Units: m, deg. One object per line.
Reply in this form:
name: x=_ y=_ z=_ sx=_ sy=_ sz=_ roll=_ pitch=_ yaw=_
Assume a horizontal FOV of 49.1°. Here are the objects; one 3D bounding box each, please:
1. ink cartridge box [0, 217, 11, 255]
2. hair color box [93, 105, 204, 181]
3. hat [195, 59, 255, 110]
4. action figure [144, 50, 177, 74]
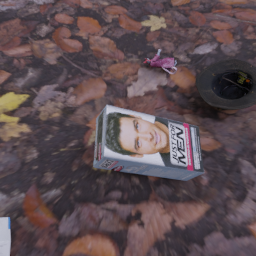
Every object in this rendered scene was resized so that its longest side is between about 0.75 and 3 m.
ink cartridge box: x=-2.403 y=2.280 z=5.111 sx=0.437 sy=1.017 sz=0.745 roll=2 pitch=18 yaw=-24
hair color box: x=0.487 y=0.395 z=6.330 sx=2.406 sy=0.729 sz=1.191 roll=11 pitch=61 yaw=-21
hat: x=2.876 y=-1.034 z=7.964 sx=2.069 sy=0.835 sz=2.069 roll=-2 pitch=51 yaw=3
action figure: x=0.975 y=-2.014 z=8.891 sx=1.007 sy=0.675 sz=0.750 roll=1 pitch=65 yaw=-10
